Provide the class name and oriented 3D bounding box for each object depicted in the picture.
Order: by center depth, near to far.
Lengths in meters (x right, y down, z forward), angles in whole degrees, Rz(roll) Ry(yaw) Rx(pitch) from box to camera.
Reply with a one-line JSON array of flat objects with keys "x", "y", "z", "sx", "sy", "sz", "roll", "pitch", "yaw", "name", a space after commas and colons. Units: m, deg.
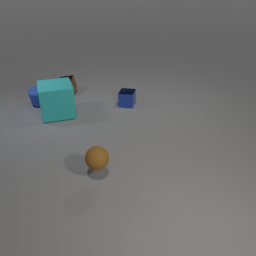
[{"x": -0.888, "y": 0.865, "z": 8.075, "sx": 0.700, "sy": 0.700, "sz": 0.700, "roll": 0, "pitch": 30, "yaw": 0, "name": "ball"}, {"x": -3.055, "y": -1.222, "z": 11.985, "sx": 1.400, "sy": 1.400, "sz": 1.400, "roll": -9, "pitch": 31, "yaw": -15, "name": "cube"}, {"x": -4.140, "y": -1.453, "z": 12.823, "sx": 0.700, "sy": 0.700, "sz": 0.700, "roll": -1, "pitch": 46, "yaw": 1, "name": "cylinder"}, {"x": -0.036, "y": -1.397, "z": 13.008, "sx": 0.700, "sy": 0.700, "sz": 0.700, "roll": 6, "pitch": 30, "yaw": 12, "name": "cube"}, {"x": -3.046, "y": -2.136, "z": 14.042, "sx": 0.700, "sy": 0.700, "sz": 0.700, "roll": -6, "pitch": 42, "yaw": 11, "name": "cube"}]
